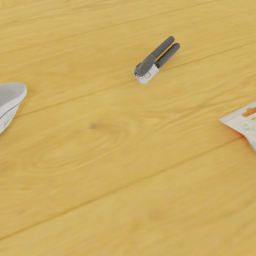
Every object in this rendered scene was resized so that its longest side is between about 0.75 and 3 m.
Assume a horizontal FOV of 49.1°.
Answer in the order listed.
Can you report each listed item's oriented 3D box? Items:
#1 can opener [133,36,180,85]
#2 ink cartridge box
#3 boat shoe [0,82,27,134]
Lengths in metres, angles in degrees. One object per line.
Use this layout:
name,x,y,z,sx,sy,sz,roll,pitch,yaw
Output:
can opener,1.105,-2.466,9.801,0.664,0.832,2.489,48,63,-11
ink cartridge box,4.476,0.219,7.913,2.398,0.842,2.951,-23,33,-22
boat shoe,-3.852,-0.392,8.169,0.973,0.865,2.645,18,44,10
